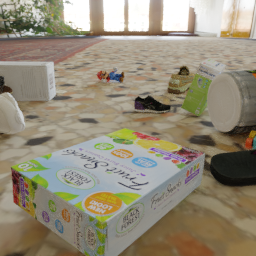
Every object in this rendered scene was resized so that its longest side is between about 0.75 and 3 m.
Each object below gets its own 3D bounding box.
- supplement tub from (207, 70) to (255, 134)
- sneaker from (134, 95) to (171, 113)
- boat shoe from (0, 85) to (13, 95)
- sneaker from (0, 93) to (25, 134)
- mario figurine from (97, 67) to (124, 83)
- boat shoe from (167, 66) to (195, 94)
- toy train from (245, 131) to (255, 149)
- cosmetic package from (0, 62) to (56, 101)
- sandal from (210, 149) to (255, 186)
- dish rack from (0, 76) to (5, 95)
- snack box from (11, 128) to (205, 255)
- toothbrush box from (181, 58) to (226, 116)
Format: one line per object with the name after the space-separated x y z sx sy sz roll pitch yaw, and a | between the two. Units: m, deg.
3.760 -0.776 7.696 2.739 1.678 1.678 -6 23 -14 | supplement tub
0.815 -0.804 9.287 1.223 0.536 0.463 1 22 3 | sneaker
-5.018 -1.157 9.994 1.714 0.634 0.633 -1 39 -14 | boat shoe
-3.904 -0.222 7.384 2.946 1.148 1.464 6 28 39 | sneaker
-0.870 -2.544 13.433 1.316 0.697 0.812 6 24 10 | mario figurine
2.501 -2.244 12.273 0.918 0.975 2.561 10 24 24 | boat shoe
3.911 0.261 6.568 2.138 0.595 1.606 -5 22 -15 | toy train
-4.249 -1.790 10.635 2.742 1.394 1.015 2 21 1 | cosmetic package
2.968 0.585 5.513 2.688 0.643 1.010 -7 33 -12 | sandal
-4.624 -1.105 8.750 1.412 1.840 0.502 -19 69 -38 | dish rack
-0.170 0.802 4.652 1.925 0.717 2.707 16 22 36 | snack box
2.450 -1.328 9.053 0.677 1.573 1.145 29 32 16 | toothbrush box
